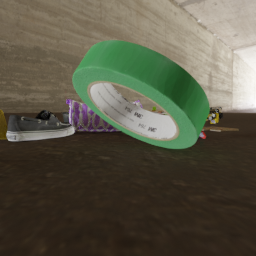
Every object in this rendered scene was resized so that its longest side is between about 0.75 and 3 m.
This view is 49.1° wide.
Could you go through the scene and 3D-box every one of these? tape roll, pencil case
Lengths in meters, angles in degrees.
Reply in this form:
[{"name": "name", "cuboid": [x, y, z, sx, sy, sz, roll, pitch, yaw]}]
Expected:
[{"name": "tape roll", "cuboid": [0.199, -0.501, 5.253, 2.533, 0.609, 2.533, 25, -19, 9]}, {"name": "pencil case", "cuboid": [-0.757, -0.472, 9.922, 2.737, 1.170, 1.148, -1, -18, -17]}]

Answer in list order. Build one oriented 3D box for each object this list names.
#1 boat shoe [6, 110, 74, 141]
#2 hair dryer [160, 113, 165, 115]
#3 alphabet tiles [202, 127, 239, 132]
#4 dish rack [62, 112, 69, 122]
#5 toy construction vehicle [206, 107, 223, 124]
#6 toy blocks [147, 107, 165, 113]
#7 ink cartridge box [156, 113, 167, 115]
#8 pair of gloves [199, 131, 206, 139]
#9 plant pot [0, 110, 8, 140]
[{"name": "boat shoe", "cuboid": [-2.420, -0.125, 8.047, 0.843, 0.799, 2.412, 3, 5, 31]}, {"name": "hair dryer", "cuboid": [1.884, -0.398, 15.278, 1.992, 0.541, 1.517, 4, -14, -3]}, {"name": "alphabet tiles", "cuboid": [3.352, 0.038, 10.932, 1.440, 0.065, 1.722, -2, 4, -23]}, {"name": "dish rack", "cuboid": [-1.752, -0.499, 13.764, 1.961, 0.697, 2.556, 3, 7, 26]}, {"name": "toy construction vehicle", "cuboid": [4.355, -0.603, 15.989, 2.327, 0.820, 2.026, 0, 14, 42]}, {"name": "toy blocks", "cuboid": [1.850, -0.890, 19.231, 1.885, 0.942, 1.288, 0, 15, 14]}, {"name": "ink cartridge box", "cuboid": [1.484, -0.716, 17.560, 2.443, 0.586, 1.778, 0, 4, 5]}, {"name": "pair of gloves", "cuboid": [1.177, 0.111, 8.573, 2.029, 0.288, 2.524, 2, 5, 1]}, {"name": "plant pot", "cuboid": [-3.836, -0.102, 7.734, 0.919, 0.811, 0.919, -3, 6, -32]}]
